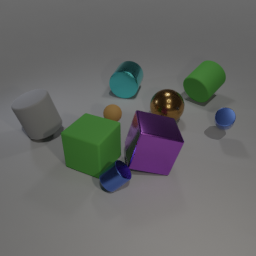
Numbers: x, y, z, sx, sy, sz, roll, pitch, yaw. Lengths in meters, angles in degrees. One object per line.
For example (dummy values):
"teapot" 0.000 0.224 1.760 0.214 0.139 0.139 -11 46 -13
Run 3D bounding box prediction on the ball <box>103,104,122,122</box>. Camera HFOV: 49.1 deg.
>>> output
"ball" -0.575 -0.538 10.452 0.700 0.700 0.700 0 34 0

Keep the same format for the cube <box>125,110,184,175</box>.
"cube" 0.781 0.467 9.052 1.400 1.400 1.400 12 31 -12

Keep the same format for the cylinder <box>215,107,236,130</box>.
"cylinder" 3.531 -0.328 10.214 0.700 0.700 0.700 12 -7 18

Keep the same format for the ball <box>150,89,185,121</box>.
"ball" 1.588 -0.886 11.397 1.400 1.400 1.400 0 34 0

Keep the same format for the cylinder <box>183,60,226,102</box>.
"cylinder" 3.483 -2.124 12.790 1.400 1.400 1.400 29 62 36

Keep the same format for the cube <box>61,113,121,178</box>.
"cube" -1.160 0.552 9.242 1.400 1.400 1.400 16 37 22

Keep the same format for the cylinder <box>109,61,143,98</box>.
"cylinder" -0.058 -2.361 13.611 1.400 1.400 1.400 8 35 11

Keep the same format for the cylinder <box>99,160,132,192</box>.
"cylinder" -0.372 1.426 8.330 0.700 0.700 0.700 -40 24 22

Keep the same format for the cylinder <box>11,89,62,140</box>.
"cylinder" -3.373 -0.520 10.463 1.400 1.400 1.400 -12 35 9
